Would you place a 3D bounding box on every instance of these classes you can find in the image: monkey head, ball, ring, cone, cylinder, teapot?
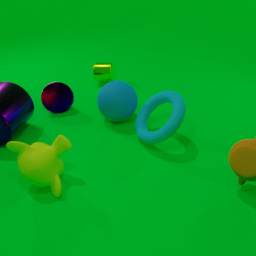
[{"bbox_3d":[-1.859,0.715,6.298,1.604,1.154,0.967,47,25,-4],"label":"monkey head"},{"bbox_3d":[-0.318,-0.818,8.576,1.244,1.244,1.244,0,35,0],"label":"ball"},{"bbox_3d":[0.853,-0.304,7.650,1.623,0.325,1.623,-30,42,31],"label":"ring"},{"bbox_3d":[-2.410,-1.129,9.433,1.036,1.036,1.039,-11,22,-15],"label":"cone"},{"bbox_3d":[-3.567,-0.408,7.846,1.374,1.374,1.374,6,35,9],"label":"cylinder"},{"bbox_3d":[-0.912,-2.155,10.797,0.708,0.708,0.708,2,34,12],"label":"cylinder"},{"bbox_3d":[2.694,0.628,6.018,0.708,1.447,0.900,-7,30,-46],"label":"teapot"}]
